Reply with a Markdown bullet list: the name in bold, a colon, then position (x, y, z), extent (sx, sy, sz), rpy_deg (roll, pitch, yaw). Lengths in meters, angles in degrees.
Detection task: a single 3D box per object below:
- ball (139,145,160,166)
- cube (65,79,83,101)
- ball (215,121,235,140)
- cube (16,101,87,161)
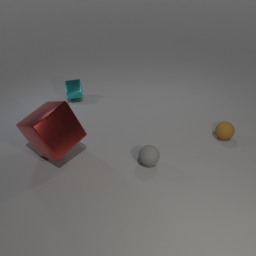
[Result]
- **ball**: position (0.703, 0.909, 9.268), extent (0.700, 0.700, 0.700), rpy_deg (0, 32, 0)
- **cube**: position (-2.528, -1.788, 13.177), extent (0.700, 0.700, 0.700), rpy_deg (-8, 68, -4)
- **ball**: position (3.667, 0.100, 10.591), extent (0.700, 0.700, 0.700), rpy_deg (0, 32, 0)
- **cube**: position (-2.537, 0.056, 9.360), extent (1.400, 1.400, 1.400), rpy_deg (5, 41, 49)
